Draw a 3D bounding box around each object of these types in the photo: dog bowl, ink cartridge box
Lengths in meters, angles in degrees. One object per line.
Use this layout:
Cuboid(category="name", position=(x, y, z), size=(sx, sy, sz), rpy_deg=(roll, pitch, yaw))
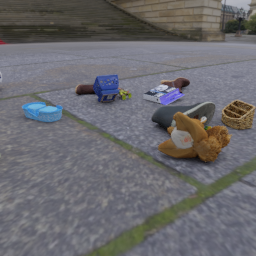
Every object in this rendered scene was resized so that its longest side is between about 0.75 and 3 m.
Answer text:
Cuboid(category="dog bowl", position=(-3.716, -0.697, 12.198), size=(1.929, 0.478, 1.075), rpy_deg=(13, 25, 27))
Cuboid(category="ink cartridge box", position=(1.891, -1.777, 14.762), size=(1.590, 0.348, 1.605), rpy_deg=(-29, 36, -35))

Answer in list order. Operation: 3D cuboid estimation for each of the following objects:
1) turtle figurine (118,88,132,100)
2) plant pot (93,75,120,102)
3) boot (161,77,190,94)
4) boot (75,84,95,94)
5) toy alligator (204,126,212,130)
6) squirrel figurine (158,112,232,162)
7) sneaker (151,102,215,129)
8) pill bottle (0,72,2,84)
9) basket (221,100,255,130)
Cuboid(category="turtle figurine", position=(-0.305, -1.918, 15.207), size=(1.443, 0.465, 1.163), rpy_deg=(-6, 26, -36))
Cuboid(category="plant pot", position=(-1.065, -1.975, 14.284), size=(1.143, 1.028, 1.143), rpy_deg=(-7, -20, -20))
Cuboid(category="boot", position=(2.909, -2.332, 16.329), size=(1.922, 0.695, 1.599), rpy_deg=(-3, 34, -10))
Cuboid(category="boot", position=(-2.109, -2.175, 15.761), size=(1.250, 0.544, 1.503), rpy_deg=(9, 20, 25))
Cuboid(category="toy alligator", position=(3.118, 0.083, 10.585), size=(0.345, 0.250, 1.040), rpy_deg=(20, -3, -44))
Cuboid(category="squirrel figurine", position=(2.246, 0.282, 9.087), size=(1.978, 1.400, 1.846), rpy_deg=(25, 19, 19))
Cuboid(category="sneaker", position=(2.288, -0.639, 11.309), size=(2.662, 0.996, 1.414), rpy_deg=(-18, 31, -35))
Cuboid(category="pill bottle", position=(-8.155, -2.616, 15.637), size=(1.448, 1.448, 2.608), rpy_deg=(-2, 22, -6))
Cuboid(category="basket", position=(4.351, -0.561, 11.277), size=(0.875, 0.914, 1.226), rpy_deg=(-7, 24, -16))
